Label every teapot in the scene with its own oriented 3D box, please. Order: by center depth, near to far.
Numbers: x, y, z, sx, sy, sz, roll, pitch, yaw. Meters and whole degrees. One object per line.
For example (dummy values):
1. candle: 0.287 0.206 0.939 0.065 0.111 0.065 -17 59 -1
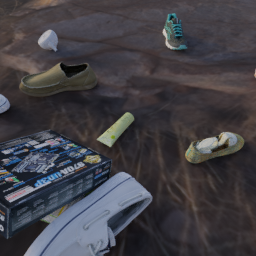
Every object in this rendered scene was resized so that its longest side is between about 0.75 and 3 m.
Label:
1. teapot: -3.087 -3.413 11.096 0.836 0.618 0.847 -4 57 37

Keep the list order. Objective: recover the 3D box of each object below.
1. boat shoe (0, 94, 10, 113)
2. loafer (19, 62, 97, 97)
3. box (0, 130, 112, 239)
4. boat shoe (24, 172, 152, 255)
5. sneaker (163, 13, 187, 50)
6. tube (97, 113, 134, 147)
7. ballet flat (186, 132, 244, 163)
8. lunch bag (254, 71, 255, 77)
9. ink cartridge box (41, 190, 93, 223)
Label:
1. boat shoe: -4.761 -1.097 8.573 2.460 0.804 0.905 16 47 16
2. loafer: -2.280 -1.671 9.125 2.505 0.845 0.953 -10 46 -10
3. box: -1.870 0.855 5.606 2.012 0.582 2.531 21 24 29
4. boat shoe: -0.653 1.940 5.306 0.948 1.067 2.900 30 52 30
5. sneaker: 1.886 -3.931 11.346 0.806 0.948 2.079 -8 46 -8
6. tube: -0.292 0.038 7.805 1.231 0.320 0.357 -46 18 -32
7. ballet flat: 2.314 0.414 7.207 1.790 0.633 0.633 -16 47 -16
8. lunch bag: 4.907 -1.772 9.561 0.935 0.435 1.062 -28 50 -19
9. ink cartridge box: -1.817 1.446 6.182 1.876 0.556 0.974 16 46 15
